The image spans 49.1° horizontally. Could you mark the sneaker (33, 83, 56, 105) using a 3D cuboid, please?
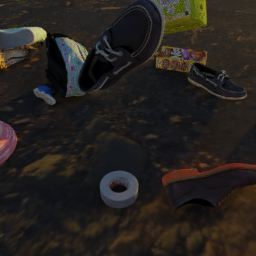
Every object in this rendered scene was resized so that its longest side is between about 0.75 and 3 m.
[{"bbox_3d":[-2.812,-1.268,10.045,1.163,0.447,0.647,26,54,37],"label":"sneaker"}]

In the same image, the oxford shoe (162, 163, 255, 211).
[{"bbox_3d":[2.101,1.435,6.618,2.500,0.890,0.907,-7,60,-2],"label":"oxford shoe"}]

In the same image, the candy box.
[{"bbox_3d":[2.292,-2.924,11.981,1.995,0.563,1.164,10,41,15],"label":"candy box"}]

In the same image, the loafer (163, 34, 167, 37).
[{"bbox_3d":[1.473,-5.008,14.606,1.240,0.432,0.466,-7,40,-8],"label":"loafer"}]

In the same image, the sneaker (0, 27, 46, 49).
[{"bbox_3d":[-5.247,-4.255,13.439,2.691,0.990,1.587,-1,20,15],"label":"sneaker"}]

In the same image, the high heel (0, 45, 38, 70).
[{"bbox_3d":[-4.784,-3.064,11.942,1.510,0.757,2.119,-7,31,2],"label":"high heel"}]

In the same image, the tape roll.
[{"bbox_3d":[-0.215,1.482,6.816,0.923,0.305,0.923,0,39,0],"label":"tape roll"}]

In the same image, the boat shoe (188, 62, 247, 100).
[{"bbox_3d":[3.304,-1.782,10.431,2.382,0.747,0.865,32,49,33],"label":"boat shoe"}]

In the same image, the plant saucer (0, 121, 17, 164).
[{"bbox_3d":[-4.382,0.392,7.940,2.248,0.570,2.248,-1,40,0],"label":"plant saucer"}]

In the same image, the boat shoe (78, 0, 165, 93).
[{"bbox_3d":[-0.274,-1.528,5.897,0.893,2.847,1.034,-40,93,-34],"label":"boat shoe"}]

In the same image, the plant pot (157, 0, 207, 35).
[{"bbox_3d":[1.490,-3.870,8.728,1.586,1.578,1.439,-4,12,26],"label":"plant pot"}]

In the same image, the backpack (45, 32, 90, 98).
[{"bbox_3d":[-2.105,-2.171,10.141,1.476,1.946,2.331,-14,47,-23],"label":"backpack"}]
